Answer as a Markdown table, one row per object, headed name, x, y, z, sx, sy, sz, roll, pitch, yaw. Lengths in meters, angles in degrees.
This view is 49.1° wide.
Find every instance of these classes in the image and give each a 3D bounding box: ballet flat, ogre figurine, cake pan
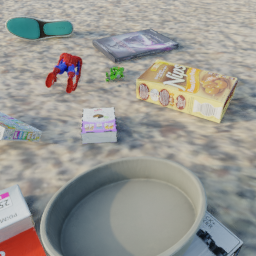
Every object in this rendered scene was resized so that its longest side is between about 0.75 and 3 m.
| name | x | y | z | sx | sy | sz | roll | pitch | yaw |
| --- | --- | --- | --- | --- | --- | --- | --- | --- | --- |
| ballet flat | -3.812 | -4.370 | 12.327 | 2.832 | 0.983 | 0.983 | -3 | 38 | -11 |
| ogre figurine | -0.413 | -1.856 | 9.457 | 0.501 | 0.410 | 0.836 | -3 | 20 | 25 |
| cake pan | -0.055 | 1.394 | 4.716 | 2.717 | 0.498 | 2.717 | -10 | 24 | 4 |

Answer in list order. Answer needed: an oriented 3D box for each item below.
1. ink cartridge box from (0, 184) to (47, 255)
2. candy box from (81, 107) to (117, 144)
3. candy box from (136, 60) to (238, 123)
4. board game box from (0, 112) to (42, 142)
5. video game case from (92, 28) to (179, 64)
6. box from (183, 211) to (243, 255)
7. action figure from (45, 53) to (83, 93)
| name | x | y | z | sx | sy | sz | roll | pitch | yaw |
| --- | --- | --- | --- | --- | --- | --- | --- | --- | --- |
| ink cartridge box | -2.485 | 1.943 | 4.650 | 1.852 | 0.403 | 1.607 | -22 | 42 | -25 |
| candy box | -0.743 | -0.086 | 7.216 | 0.871 | 0.371 | 1.038 | -3 | 39 | -4 |
| candy box | 1.711 | -1.174 | 8.293 | 2.590 | 0.716 | 1.495 | 20 | 44 | 22 |
| board game box | -3.106 | -0.101 | 6.793 | 1.681 | 0.288 | 1.130 | 21 | 5 | 25 |
| video game case | 0.284 | -3.452 | 11.548 | 2.927 | 0.278 | 2.091 | -19 | 42 | -23 |
| box | 0.864 | 2.050 | 4.416 | 1.681 | 0.505 | 0.981 | -24 | 45 | -28 |
| action figure | -1.887 | -1.458 | 8.327 | 0.829 | 1.258 | 2.542 | 16 | 29 | -10 |
